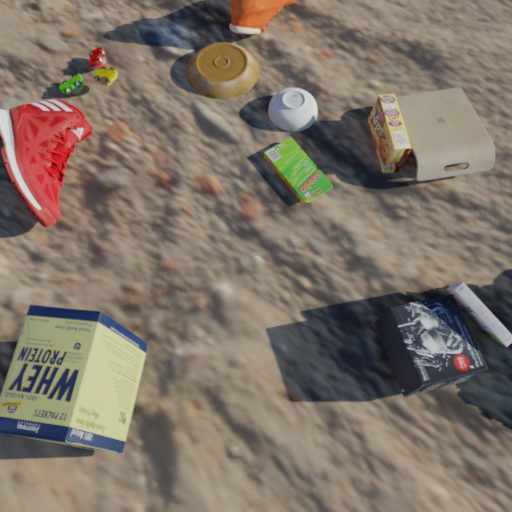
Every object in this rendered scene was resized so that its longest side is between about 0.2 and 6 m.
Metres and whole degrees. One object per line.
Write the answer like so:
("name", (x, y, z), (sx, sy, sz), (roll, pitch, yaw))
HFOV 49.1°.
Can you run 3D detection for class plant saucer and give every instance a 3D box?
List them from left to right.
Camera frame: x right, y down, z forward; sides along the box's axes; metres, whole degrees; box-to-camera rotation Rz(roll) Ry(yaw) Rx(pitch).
("plant saucer", (-0.742, -4.113, 12.177), (1.608, 0.285, 1.608), (0, 63, 0))

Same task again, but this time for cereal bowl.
("cereal bowl", (0.765, -3.097, 11.596), (1.025, 0.427, 1.025), (0, 64, 0))

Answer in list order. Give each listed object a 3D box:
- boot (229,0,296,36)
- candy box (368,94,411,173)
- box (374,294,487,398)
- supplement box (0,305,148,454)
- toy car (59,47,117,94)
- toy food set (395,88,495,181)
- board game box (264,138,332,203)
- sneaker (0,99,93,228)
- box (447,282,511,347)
("boot", (0.164, -5.636, 12.649), (0.834, 1.192, 2.223), (31, 39, 25))
("candy box", (2.608, -2.410, 11.038), (0.374, 0.781, 1.354), (-3, 63, -9))
("box", (2.795, 1.446, 9.062), (1.221, 0.698, 1.341), (-10, 64, -17))
("supplement box", (-2.629, 1.857, 8.246), (1.179, 1.756, 1.754), (3, 67, 15))
("toy car", (-3.601, -3.792, 11.942), (1.248, 0.296, 1.326), (-32, 52, -2))
("toy food set", (3.615, -2.479, 11.253), (1.551, 0.653, 2.161), (-10, 56, -5))
("board game box", (0.822, -1.664, 11.010), (0.680, 0.214, 1.424), (-31, 65, -14))
("sneaker", (-3.845, -1.997, 10.677), (1.681, 1.140, 2.910), (-24, 67, -10))
("box", (3.637, 0.926, 9.130), (0.214, 0.852, 1.180), (-41, 81, 7))
